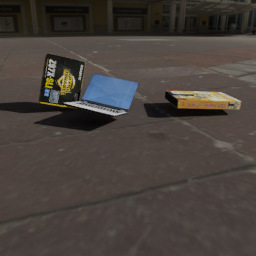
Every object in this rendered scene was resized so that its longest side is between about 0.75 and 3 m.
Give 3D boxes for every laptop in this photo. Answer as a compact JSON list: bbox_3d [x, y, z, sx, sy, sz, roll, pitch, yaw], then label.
[{"bbox_3d":[-0.837,-1.160,9.348,1.814,1.123,1.938,14,11,17],"label":"laptop"}]

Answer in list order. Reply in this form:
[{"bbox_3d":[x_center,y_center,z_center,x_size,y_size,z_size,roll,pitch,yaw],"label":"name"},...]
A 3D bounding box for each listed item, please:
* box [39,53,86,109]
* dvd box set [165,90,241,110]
[{"bbox_3d":[-2.399,-1.689,10.221,1.423,1.783,0.440,9,8,-21],"label":"box"},{"bbox_3d":[2.696,-1.054,10.389,2.319,0.341,1.697,1,19,-8],"label":"dvd box set"}]
